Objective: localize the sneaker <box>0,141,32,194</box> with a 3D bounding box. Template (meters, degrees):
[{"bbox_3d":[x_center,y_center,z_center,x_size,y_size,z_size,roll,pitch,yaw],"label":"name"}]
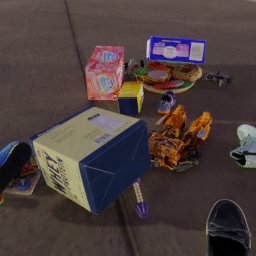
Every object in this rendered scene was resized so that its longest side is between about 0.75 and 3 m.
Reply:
[{"bbox_3d":[-3.578,1.204,7.586,0.854,0.718,2.179,-4,38,38],"label":"sneaker"}]

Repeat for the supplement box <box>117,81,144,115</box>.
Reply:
[{"bbox_3d":[0.130,-1.211,11.271,0.793,0.788,1.449,1,34,12],"label":"supplement box"}]

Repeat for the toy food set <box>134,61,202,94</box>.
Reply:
[{"bbox_3d":[1.800,-2.447,13.158,2.895,0.704,2.865,22,41,28],"label":"toy food set"}]

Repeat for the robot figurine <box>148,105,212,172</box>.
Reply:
[{"bbox_3d":[1.585,0.281,9.182,2.055,0.825,2.834,18,39,28],"label":"robot figurine"}]

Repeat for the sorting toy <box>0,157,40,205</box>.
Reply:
[{"bbox_3d":[-3.107,1.366,8.070,0.987,0.346,2.047,3,35,4],"label":"sorting toy"}]

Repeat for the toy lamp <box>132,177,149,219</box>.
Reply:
[{"bbox_3d":[0.289,1.828,7.425,0.367,0.367,1.261,-6,33,-8],"label":"toy lamp"}]

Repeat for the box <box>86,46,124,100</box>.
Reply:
[{"bbox_3d":[-0.952,-2.548,12.671,1.358,1.472,2.868,3,34,3],"label":"box"}]

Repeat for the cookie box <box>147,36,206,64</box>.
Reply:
[{"bbox_3d":[2.206,-3.764,13.646,2.500,1.098,2.923,5,15,0],"label":"cookie box"}]

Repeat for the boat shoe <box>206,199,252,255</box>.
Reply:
[{"bbox_3d":[2.162,2.501,6.047,1.000,0.834,2.680,11,35,18],"label":"boat shoe"}]

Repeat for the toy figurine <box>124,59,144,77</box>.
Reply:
[{"bbox_3d":[0.325,-3.018,14.102,0.908,0.642,0.922,14,39,29],"label":"toy figurine"}]

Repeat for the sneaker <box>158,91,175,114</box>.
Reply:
[{"bbox_3d":[1.629,-1.162,11.435,0.576,0.600,1.529,11,37,13],"label":"sneaker"}]

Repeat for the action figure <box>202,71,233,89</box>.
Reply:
[{"bbox_3d":[4.165,-2.397,13.290,0.976,0.520,1.500,-29,41,-26],"label":"action figure"}]

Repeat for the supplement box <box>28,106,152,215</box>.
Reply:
[{"bbox_3d":[-0.977,0.690,7.705,2.290,1.539,2.292,17,38,38],"label":"supplement box"}]

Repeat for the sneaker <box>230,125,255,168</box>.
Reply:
[{"bbox_3d":[3.693,0.514,8.925,1.105,0.689,1.873,0,37,-11],"label":"sneaker"}]
